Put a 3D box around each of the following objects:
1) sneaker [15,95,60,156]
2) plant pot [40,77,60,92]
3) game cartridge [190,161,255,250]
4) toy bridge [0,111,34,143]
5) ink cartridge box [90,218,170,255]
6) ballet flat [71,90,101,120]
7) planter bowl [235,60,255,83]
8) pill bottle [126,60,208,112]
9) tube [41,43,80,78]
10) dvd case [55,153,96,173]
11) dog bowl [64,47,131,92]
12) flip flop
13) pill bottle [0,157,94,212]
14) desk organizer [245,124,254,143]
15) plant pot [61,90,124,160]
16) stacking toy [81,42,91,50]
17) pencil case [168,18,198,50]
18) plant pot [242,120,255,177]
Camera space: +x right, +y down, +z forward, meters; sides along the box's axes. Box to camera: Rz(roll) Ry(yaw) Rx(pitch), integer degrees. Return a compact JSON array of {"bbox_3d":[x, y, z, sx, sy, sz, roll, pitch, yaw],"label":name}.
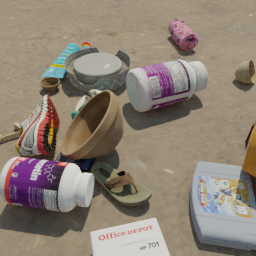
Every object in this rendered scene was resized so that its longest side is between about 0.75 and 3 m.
[{"bbox_3d":[-3.101,-0.178,9.532,1.198,1.135,2.916,-13,34,3],"label":"sneaker"},{"bbox_3d":[-3.318,-1.827,12.013,0.825,0.381,0.825,0,40,0],"label":"plant pot"},{"bbox_3d":[2.538,1.945,7.583,1.672,0.522,2.511,9,41,4],"label":"game cartridge"},{"bbox_3d":[-3.837,0.002,9.989,0.601,0.244,1.789,25,47,26],"label":"toy bridge"},{"bbox_3d":[0.151,3.165,5.787,1.599,0.938,2.184,-9,43,-11],"label":"ink cartridge box"},{"bbox_3d":[-1.304,-0.946,10.553,0.819,0.856,2.432,3,37,31],"label":"ballet flat"},{"bbox_3d":[5.155,-2.446,12.395,0.678,1.007,1.007,-4,31,40],"label":"planter bowl"},{"bbox_3d":[1.554,-1.742,10.948,2.953,1.658,1.658,-15,43,-19],"label":"pill bottle"},{"bbox_3d":[-3.090,-3.137,13.425,1.029,0.670,2.658,3,44,16],"label":"tube"},{"bbox_3d":[-1.659,0.976,8.965,1.174,0.103,0.838,12,42,13],"label":"dvd case"},{"bbox_3d":[-1.332,-2.614,12.549,2.952,0.866,2.952,0,41,0],"label":"dog bowl"},{"bbox_3d":[-0.265,1.475,7.964,0.854,0.606,2.106,-29,45,-35],"label":"flip flop"},{"bbox_3d":[-2.103,1.503,7.443,2.259,1.270,1.270,6,41,6],"label":"pill bottle"},{"bbox_3d":[5.245,0.119,9.416,2.346,0.841,0.903,-18,46,-20],"label":"desk organizer"},{"bbox_3d":[-0.923,0.095,8.716,2.416,1.115,2.416,-38,28,25],"label":"plant pot"},{"bbox_3d":[-2.146,-4.001,14.356,0.717,0.717,1.679,-4,37,-5],"label":"stacking toy"},{"bbox_3d":[3.021,-5.158,15.402,0.988,1.032,2.386,0,42,-15],"label":"pencil case"},{"bbox_3d":[4.505,0.654,7.345,2.510,2.741,2.741,17,44,23],"label":"plant pot"}]
